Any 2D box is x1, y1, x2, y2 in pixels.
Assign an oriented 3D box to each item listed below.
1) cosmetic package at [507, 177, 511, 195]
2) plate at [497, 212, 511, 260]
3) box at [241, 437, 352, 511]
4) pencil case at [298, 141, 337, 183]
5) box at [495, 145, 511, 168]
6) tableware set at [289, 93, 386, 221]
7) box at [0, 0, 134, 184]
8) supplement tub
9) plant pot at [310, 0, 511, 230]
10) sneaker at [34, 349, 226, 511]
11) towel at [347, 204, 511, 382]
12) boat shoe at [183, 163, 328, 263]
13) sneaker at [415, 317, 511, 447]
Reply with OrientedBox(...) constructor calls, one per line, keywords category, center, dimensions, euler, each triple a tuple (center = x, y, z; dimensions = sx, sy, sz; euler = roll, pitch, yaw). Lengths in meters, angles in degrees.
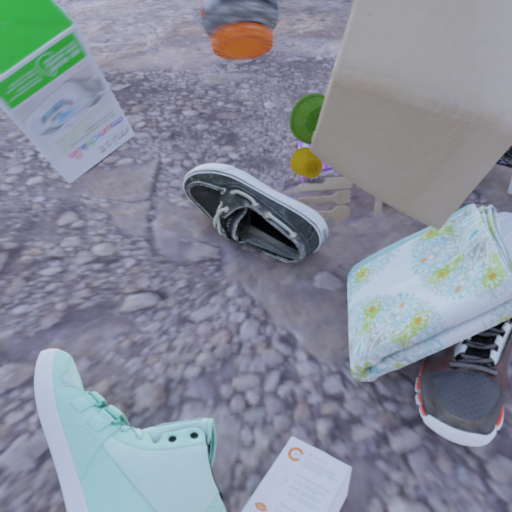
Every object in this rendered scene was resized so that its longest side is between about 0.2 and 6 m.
OrientedBox(category="cosmetic package", center=(4.966, -1.297, 10.212), dimensions=(0.427, 0.424, 0.510), euler=(-26, 43, -30))
OrientedBox(category="plate", center=(4.081, -0.161, 8.523), dimensions=(1.676, 0.272, 1.680), euler=(-33, 38, -31))
OrientedBox(category="box", center=(0.355, 2.377, 5.257), dimensions=(0.673, 0.527, 1.082), euler=(21, 42, 26))
OrientedBox(category="pencil case", center=(1.963, -2.018, 10.186), dimensions=(2.544, 1.068, 1.087), euler=(-9, 58, 14))
OrientedBox(category="box", center=(3.951, -2.409, 10.299), dimensions=(2.126, 0.489, 1.690), euler=(31, 8, -21))
OrientedBox(category="tableware set", center=(2.060, -1.746, 9.329), dimensions=(3.249, 2.188, 0.499), euler=(-7, 27, -15))
OrientedBox(category="box", center=(-3.054, -2.647, 7.264), dimensions=(1.266, 2.311, 2.619), euler=(-40, 74, -9))
OrientedBox(category="supplement tub", center=(-0.234, -3.311, 6.907), dimensions=(0.954, 1.557, 0.954), euler=(-6, -2, 0))
OrientedBox(category="plant pot", center=(1.363, -1.451, 5.050), dimensions=(1.435, 1.621, 1.619), euler=(16, 64, 2))
OrientedBox(category="sneaker", center=(-1.254, 1.798, 5.657), dimensions=(1.514, 0.945, 2.568), euler=(-22, 52, -18))
OrientedBox(category="towel", center=(2.079, 0.384, 6.951), dimensions=(2.227, 0.536, 1.906), euler=(-33, 22, 28))
OrientedBox(category="boat shoe", center=(-0.221, -0.706, 8.981), dimensions=(2.746, 0.971, 0.874), euler=(25, 42, 27))
OrientedBox(category="sneaker", center=(2.583, 0.993, 6.632), dimensions=(1.013, 1.076, 2.629), euler=(16, 40, 20))
